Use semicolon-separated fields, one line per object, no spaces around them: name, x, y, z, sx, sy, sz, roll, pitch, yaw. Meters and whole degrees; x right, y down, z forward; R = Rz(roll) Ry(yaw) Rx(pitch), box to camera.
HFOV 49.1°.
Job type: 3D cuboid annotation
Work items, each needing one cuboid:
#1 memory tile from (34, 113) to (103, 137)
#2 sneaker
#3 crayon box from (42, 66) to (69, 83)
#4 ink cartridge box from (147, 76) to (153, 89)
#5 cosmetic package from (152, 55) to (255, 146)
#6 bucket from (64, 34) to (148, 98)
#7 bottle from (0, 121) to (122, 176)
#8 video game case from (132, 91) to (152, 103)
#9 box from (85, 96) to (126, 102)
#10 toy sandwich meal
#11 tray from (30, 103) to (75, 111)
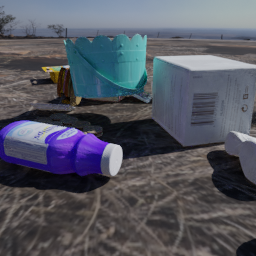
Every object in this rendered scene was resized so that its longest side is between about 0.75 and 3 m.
memory tile;-2.162;0.040;8.833;2.443;0.205;1.872;18;28;39
sneaker;3.150;0.654;6.622;0.991;0.842;2.239;10;20;-5
crayon box;-3.448;-3.114;16.030;2.659;0.686;1.672;-8;23;-21
ink cartridge box;1.784;-1.869;12.387;2.155;0.727;1.255;-3;-1;-8
cosmetic package;2.197;-1.016;8.761;2.193;2.207;2.637;-6;23;-14
bucket;-0.656;-2.047;9.257;2.778;1.808;2.778;-3;15;1
bottle;-1.616;0.503;6.632;2.965;0.968;1.239;9;23;21
video game case;0.490;-1.507;12.212;1.135;0.133;1.032;27;26;5
box;-0.707;-2.328;12.965;1.753;1.494;2.742;7;23;20
toy sandwich meal;-2.144;-1.726;10.835;0.689;2.013;2.013;13;22;0
tray;-2.823;-0.771;10.544;1.512;0.168;0.812;2;-3;5
